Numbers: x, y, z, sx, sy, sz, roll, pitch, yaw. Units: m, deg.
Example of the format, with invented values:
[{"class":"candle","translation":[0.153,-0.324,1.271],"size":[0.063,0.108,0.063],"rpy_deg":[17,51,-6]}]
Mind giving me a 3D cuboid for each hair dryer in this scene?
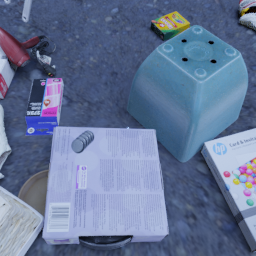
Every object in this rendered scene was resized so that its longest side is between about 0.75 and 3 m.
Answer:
[{"class":"hair dryer","translation":[-3.404,-2.639,9.229],"size":[0.602,2.215,1.687],"rpy_deg":[-35,52,30]}]

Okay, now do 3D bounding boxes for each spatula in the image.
[{"class":"spatula","translation":[-3.100,-4.584,7.507],"size":[2.078,2.988,0.240],"rpy_deg":[37,45,0]}]

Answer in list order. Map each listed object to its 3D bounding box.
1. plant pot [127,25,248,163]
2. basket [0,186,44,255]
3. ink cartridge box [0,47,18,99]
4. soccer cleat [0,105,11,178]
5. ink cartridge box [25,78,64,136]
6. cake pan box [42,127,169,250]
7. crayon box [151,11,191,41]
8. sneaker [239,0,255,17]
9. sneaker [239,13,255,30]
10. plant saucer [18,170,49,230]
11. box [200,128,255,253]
[{"class":"plant pot","translation":[1.650,-1.156,7.593],"size":[2.509,2.555,2.502],"rpy_deg":[-35,63,-21]},{"class":"basket","translation":[-3.452,2.401,5.584],"size":[1.950,1.774,2.876],"rpy_deg":[27,64,18]},{"class":"ink cartridge box","translation":[-4.529,-1.977,9.165],"size":[1.429,0.807,1.946],"rpy_deg":[5,57,3]},{"class":"soccer cleat","translation":[-3.613,0.371,7.708],"size":[0.874,0.780,2.252],"rpy_deg":[2,63,-4]},{"class":"ink cartridge box","translation":[-2.564,-0.692,8.623],"size":[0.946,0.370,1.997],"rpy_deg":[-2,59,-1]},{"class":"cake pan box","translation":[-0.535,1.349,6.864],"size":[2.718,0.772,2.951],"rpy_deg":[-1,57,-6]},{"class":"crayon box","translation":[1.703,-3.962,10.752],"size":[1.426,0.362,0.905],"rpy_deg":[-27,61,-17]},{"class":"sneaker","translation":[5.477,-4.504,10.884],"size":[2.295,0.893,0.943],"rpy_deg":[9,60,17]},{"class":"sneaker","translation":[4.972,-3.943,10.672],"size":[1.440,0.541,0.584],"rpy_deg":[19,74,16]},{"class":"plant saucer","translation":[-1.975,1.783,7.043],"size":[1.556,0.229,1.556],"rpy_deg":[0,56,0]},{"class":"box","translation":[3.456,1.366,7.118],"size":[2.173,0.574,2.787],"rpy_deg":[-14,57,-9]}]
